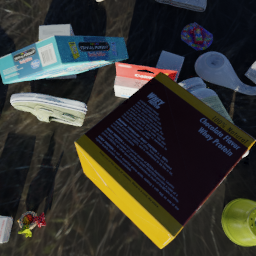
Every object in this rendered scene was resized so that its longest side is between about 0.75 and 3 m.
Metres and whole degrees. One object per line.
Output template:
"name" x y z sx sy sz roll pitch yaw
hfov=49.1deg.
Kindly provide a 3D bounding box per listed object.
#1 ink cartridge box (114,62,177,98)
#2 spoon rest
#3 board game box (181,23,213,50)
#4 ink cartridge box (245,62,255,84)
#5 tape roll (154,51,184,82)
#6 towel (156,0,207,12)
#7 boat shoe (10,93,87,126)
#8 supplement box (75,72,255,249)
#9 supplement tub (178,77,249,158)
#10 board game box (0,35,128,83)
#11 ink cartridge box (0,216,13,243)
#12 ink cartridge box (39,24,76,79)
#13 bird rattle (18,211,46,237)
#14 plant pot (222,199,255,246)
"ink cartridge box" 0.544 -1.474 9.602 2.021 1.781 0.452 9 73 3
"spoon rest" 3.710 -1.969 10.398 2.643 0.801 1.313 36 75 24
"board game box" 2.742 -3.677 11.073 1.269 0.247 1.003 40 77 11
"ink cartridge box" 5.416 -1.966 10.311 1.205 0.702 1.666 -44 78 -12
"tape roll" 1.449 -2.088 10.093 0.823 1.199 1.199 20 74 6
"towel" 2.212 -5.756 11.622 2.318 0.400 1.536 15 74 4
"boat shoe" -2.805 -0.640 9.805 2.678 0.964 0.831 7 76 0
"supplement box" 0.769 0.694 6.494 2.676 1.802 2.713 40 67 19
"supplement tub" 2.269 0.020 9.012 2.039 2.039 2.813 -23 75 -7
"board game box" -1.656 -1.907 7.682 2.144 2.840 0.667 -7 101 33
"ink cartridge box" -4.322 3.176 8.891 1.065 0.444 0.773 6 73 2
"ink cartridge box" -2.564 -2.791 10.307 1.175 1.181 1.625 -4 73 -1
"bird rattle" -3.122 2.989 8.964 0.917 0.517 0.748 -44 62 -15
"plant pot" 3.805 2.855 8.479 1.484 1.429 1.484 0 73 0
